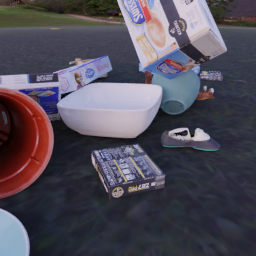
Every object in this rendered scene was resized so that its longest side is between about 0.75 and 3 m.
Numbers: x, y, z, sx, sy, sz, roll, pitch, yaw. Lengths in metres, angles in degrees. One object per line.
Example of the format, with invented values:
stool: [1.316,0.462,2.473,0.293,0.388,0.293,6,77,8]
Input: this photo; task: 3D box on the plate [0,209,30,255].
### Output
plate: [-2.516,1.865,3.353,2.598,0.332,2.598,0,25,0]

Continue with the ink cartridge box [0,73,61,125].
ink cartridge box: [-2.789,-0.688,7.330,1.978,0.470,2.002,-8,-20,-18]

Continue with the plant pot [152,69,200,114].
plant pot: [1.456,-1.040,8.759,1.533,1.533,1.032,5,56,10]

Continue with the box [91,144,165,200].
box: [-0.050,0.812,5.690,1.121,0.341,1.391,-10,26,-18]

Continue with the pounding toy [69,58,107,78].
pounding toy: [-2.018,-2.790,13.223,1.479,0.770,1.684,-14,28,-28]

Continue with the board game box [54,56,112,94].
board game box: [-2.408,-1.633,9.762,2.915,0.601,2.922,-12,18,23]

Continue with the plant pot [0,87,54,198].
plant pot: [-2.806,0.105,5.576,1.995,1.995,1.940,-17,22,-33]

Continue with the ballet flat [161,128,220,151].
ballet flat: [1.519,0.247,6.775,1.435,0.524,0.524,4,24,8]

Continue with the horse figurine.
horse figurine: [1.797,-1.508,10.391,2.796,0.698,1.853,12,30,15]

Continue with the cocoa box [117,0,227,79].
cocoa box: [1.049,-2.966,7.324,1.811,2.760,1.841,-25,-12,28]

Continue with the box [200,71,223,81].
box: [3.880,-2.447,13.102,1.016,0.249,0.819,7,28,14]

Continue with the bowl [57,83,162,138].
bowl: [-0.361,-0.515,7.814,2.561,0.956,2.557,3,24,15]

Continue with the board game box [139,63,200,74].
board game box: [2.038,-2.989,14.060,1.842,0.446,2.435,-17,29,-34]
